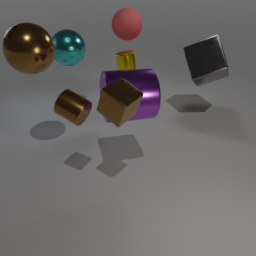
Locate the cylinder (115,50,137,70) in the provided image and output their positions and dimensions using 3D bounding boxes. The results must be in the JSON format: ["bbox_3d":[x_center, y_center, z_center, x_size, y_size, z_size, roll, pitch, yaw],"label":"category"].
[{"bbox_3d":[-0.064,-2.416,10.273,0.700,0.700,0.700,-7,27,4],"label":"cylinder"}]

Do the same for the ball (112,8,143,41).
[{"bbox_3d":[-0.042,-4.673,12.634,1.400,1.400,1.400,0,29,0],"label":"ball"}]

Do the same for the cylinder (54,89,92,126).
[{"bbox_3d":[-1.369,-0.514,7.013,0.700,0.700,0.700,30,36,8],"label":"cylinder"}]

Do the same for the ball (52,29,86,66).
[{"bbox_3d":[-2.366,-3.159,11.062,1.400,1.400,1.400,0,29,0],"label":"ball"}]

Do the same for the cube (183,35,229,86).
[{"bbox_3d":[3.182,-2.659,11.329,1.400,1.400,1.400,-17,-8,20],"label":"cube"}]

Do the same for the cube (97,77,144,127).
[{"bbox_3d":[-0.187,-0.590,6.403,0.700,0.700,0.700,38,49,15],"label":"cube"}]

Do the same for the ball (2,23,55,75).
[{"bbox_3d":[-2.757,-2.208,7.846,1.400,1.400,1.400,0,29,0],"label":"ball"}]

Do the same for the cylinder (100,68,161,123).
[{"bbox_3d":[0.016,-0.901,7.746,1.400,1.400,1.400,-6,30,-14],"label":"cylinder"}]
